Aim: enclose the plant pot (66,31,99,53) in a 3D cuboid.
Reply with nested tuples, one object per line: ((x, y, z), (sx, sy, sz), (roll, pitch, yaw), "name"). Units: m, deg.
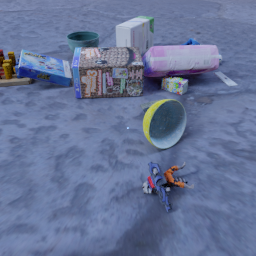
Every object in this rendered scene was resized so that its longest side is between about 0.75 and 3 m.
((-2.138, -3.965, 13.613), (1.557, 1.043, 1.557), (0, 35, 0), "plant pot")

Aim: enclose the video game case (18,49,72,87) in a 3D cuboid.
((-3.367, -2.455, 11.406), (1.991, 0.452, 1.804), (10, 30, -24), "video game case")

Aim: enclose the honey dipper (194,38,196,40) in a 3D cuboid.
((3.483, -4.678, 15.313), (0.269, 0.269, 1.416), (15, 36, 20), "honey dipper")

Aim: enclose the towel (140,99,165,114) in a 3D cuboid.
((1.036, -0.562, 9.289), (1.019, 0.176, 0.981), (-15, 46, -22), "towel")

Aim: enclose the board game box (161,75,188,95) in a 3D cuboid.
((1.813, -1.683, 10.878), (0.902, 0.473, 0.465), (22, 41, 28), "board game box")

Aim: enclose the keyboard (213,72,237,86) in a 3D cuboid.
((4.086, -2.080, 11.812), (0.379, 0.072, 1.347), (-5, 36, -16), "keyboard")

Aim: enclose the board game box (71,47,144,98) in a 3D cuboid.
((-0.783, -2.227, 10.953), (2.589, 1.254, 2.064), (-3, 35, -5), "board game box")

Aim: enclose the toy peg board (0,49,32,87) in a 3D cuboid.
((-5.194, -2.661, 11.776), (2.111, 1.037, 2.119), (-7, 36, -9), "toy peg board")

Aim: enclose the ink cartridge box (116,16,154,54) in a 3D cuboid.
((0.372, -4.482, 13.870), (0.909, 1.568, 2.165), (20, 40, 28), "ink cartridge box")

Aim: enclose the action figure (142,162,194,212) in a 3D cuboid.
((0.925, 1.395, 6.628), (1.183, 0.640, 1.223), (-10, 62, -3), "action figure")

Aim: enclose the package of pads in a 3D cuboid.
((2.047, -2.704, 11.341), (2.802, 1.060, 1.689), (-5, 6, -9), "package of pads")

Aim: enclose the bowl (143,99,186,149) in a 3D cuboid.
((0.914, -0.185, 8.090), (1.428, 1.428, 0.769), (-23, 28, -29), "bowl")

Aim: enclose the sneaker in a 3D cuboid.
((3.260, -3.413, 12.659), (2.353, 1.236, 0.891), (-11, 37, -14), "sneaker")
